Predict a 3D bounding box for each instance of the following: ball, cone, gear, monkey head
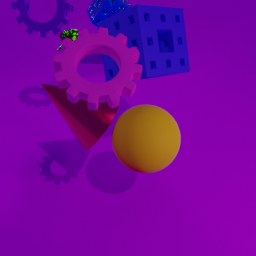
[{"bbox_3d":[0.343,0.207,5.398,1.313,1.313,1.313,0,45,0],"label":"ball"},{"bbox_3d":[-1.111,-0.498,5.620,1.394,1.389,1.389,32,41,-21],"label":"cone"},{"bbox_3d":[-1.915,-2.716,6.289,1.304,1.304,0.241,0,17,0],"label":"gear"},{"bbox_3d":[-1.914,-2.963,9.529,1.095,0.660,0.788,-13,7,4],"label":"monkey head"},{"bbox_3d":[-0.377,-0.763,3.529,1.079,0.200,1.079,2,69,-5],"label":"gear"}]

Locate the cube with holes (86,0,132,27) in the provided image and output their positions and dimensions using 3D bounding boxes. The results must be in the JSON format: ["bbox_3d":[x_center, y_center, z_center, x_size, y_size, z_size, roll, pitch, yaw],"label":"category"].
[{"bbox_3d":[-0.608,-4.143,9.965,1.170,1.170,1.170,24,31,-34],"label":"cube with holes"}]

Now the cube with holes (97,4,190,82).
[{"bbox_3d":[0.352,-1.828,6.358,1.390,1.390,1.390,-15,11,-39],"label":"cube with holes"}]
